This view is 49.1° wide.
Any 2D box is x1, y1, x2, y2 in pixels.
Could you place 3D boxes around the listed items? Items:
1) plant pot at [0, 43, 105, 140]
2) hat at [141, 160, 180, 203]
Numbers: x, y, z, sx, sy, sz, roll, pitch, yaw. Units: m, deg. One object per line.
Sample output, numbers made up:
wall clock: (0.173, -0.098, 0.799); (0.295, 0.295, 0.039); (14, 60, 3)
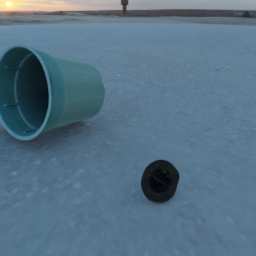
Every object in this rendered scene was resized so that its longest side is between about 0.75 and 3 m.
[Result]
plant pot: (-2.144, -1.075, 8.293); (2.518, 2.518, 2.466); (18, 18, 33)
hat: (0.613, 1.076, 5.766); (0.869, 0.869, 0.351); (-7, -1, -15)
